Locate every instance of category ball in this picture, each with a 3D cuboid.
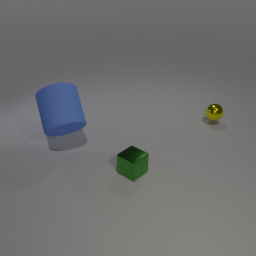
[{"bbox_3d":[3.490,-0.634,11.285,0.700,0.700,0.700,0,29,0],"label":"ball"}]

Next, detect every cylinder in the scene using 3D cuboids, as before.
[{"bbox_3d":[-2.237,-0.595,9.358,1.400,1.400,1.400,-16,-11,-3],"label":"cylinder"}]

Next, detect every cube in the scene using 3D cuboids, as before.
[{"bbox_3d":[0.146,1.076,8.585,0.700,0.700,0.700,23,37,35],"label":"cube"}]
